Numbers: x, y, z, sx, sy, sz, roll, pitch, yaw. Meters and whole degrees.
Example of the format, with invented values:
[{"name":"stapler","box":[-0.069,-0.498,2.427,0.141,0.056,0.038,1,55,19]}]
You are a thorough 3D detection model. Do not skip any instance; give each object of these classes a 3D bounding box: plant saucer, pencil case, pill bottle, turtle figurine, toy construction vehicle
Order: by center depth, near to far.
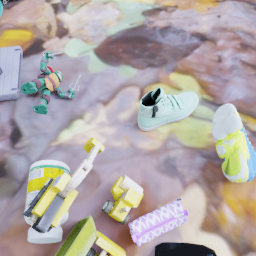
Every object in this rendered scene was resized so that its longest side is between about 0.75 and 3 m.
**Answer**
[{"name":"plant saucer","box":[-1.211,2.656,5.802,0.381,1.587,1.590,36,62,-3]},{"name":"toy construction vehicle","box":[-0.724,1.864,5.989,2.381,0.963,2.735,43,56,-11]},{"name":"pencil case","box":[0.722,2.217,6.528,1.439,0.615,0.604,-24,94,-11]},{"name":"pill bottle","box":[-1.892,1.735,6.612,0.987,0.987,1.750,-4,58,-2]},{"name":"turtle figurine","box":[-2.312,-1.376,8.509,1.558,1.048,2.081,49,37,-19]}]

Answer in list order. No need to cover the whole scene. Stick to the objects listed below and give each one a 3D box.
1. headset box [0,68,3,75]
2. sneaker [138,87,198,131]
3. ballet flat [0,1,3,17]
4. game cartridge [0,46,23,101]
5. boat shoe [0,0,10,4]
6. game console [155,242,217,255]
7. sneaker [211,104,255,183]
[{"name":"headset box","box":[-4.510,-1.725,8.654,0.821,0.438,0.943,23,61,13]},{"name":"sneaker","box":[1.221,-0.740,7.962,2.050,1.209,0.754,-27,58,-15]},{"name":"ballet flat","box":[-5.516,-3.658,9.956,0.946,1.120,2.961,-5,51,25]},{"name":"game cartridge","box":[-4.214,-1.775,9.141,1.388,0.411,2.142,-9,59,-1]},{"name":"boat shoe","box":[-4.936,-5.275,11.171,1.404,0.518,0.480,1,55,1]},{"name":"game console","box":[1.253,3.655,5.860,1.391,0.284,2.359,2,57,2]},{"name":"sneaker","box":[2.863,0.452,7.436,1.131,0.815,2.153,24,58,-37]}]
